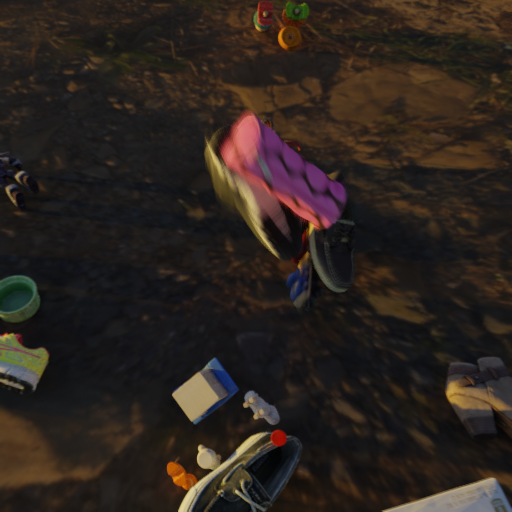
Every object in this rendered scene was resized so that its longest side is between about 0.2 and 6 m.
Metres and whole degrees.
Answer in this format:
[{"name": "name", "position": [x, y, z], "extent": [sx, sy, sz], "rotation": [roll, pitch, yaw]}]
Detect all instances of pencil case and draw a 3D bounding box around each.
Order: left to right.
[{"name": "pencil case", "position": [0.491, -1.189, 8.576], "extent": [0.953, 2.099, 0.983], "rotation": [-57, 31, 6]}]

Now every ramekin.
[{"name": "ramekin", "position": [-4.255, 0.786, 9.926], "extent": [0.813, 0.397, 0.813], "rotation": [0, 51, 0]}]

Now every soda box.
[{"name": "soda box", "position": [1.254, 3.997, 6.740], "extent": [3.963, 1.350, 1.262], "rotation": [-13, 52, -10]}]

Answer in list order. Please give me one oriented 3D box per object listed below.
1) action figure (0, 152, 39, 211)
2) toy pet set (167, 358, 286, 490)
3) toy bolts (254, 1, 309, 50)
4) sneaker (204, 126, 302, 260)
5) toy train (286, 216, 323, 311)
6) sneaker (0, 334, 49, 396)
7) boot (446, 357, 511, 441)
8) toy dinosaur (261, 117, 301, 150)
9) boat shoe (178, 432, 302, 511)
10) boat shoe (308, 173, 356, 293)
[{"name": "action figure", "position": [-5.315, -1.642, 11.803], "extent": [1.663, 0.577, 1.082], "rotation": [32, 65, 27]}, {"name": "toy pet set", "position": [-0.563, 2.493, 8.268], "extent": [1.719, 0.913, 1.605], "rotation": [-40, 78, 6]}, {"name": "toy bolts", "position": [0.624, -6.341, 15.566], "extent": [1.432, 0.993, 1.367], "rotation": [6, 91, -7]}, {"name": "sneaker", "position": [-0.081, -1.053, 9.750], "extent": [0.846, 2.546, 1.152], "rotation": [-39, 17, -17]}, {"name": "toy train", "position": [0.933, -0.092, 10.394], "extent": [0.599, 0.446, 2.614], "rotation": [22, 45, -14]}, {"name": "sneaker", "position": [-4.252, 1.597, 9.153], "extent": [1.873, 0.732, 0.846], "rotation": [20, 48, 7]}, {"name": "boot", "position": [3.888, 2.202, 8.679], "extent": [1.807, 0.635, 1.321], "rotation": [4, 47, -1]}, {"name": "toy dinosaur", "position": [-0.013, -2.253, 12.196], "extent": [1.666, 0.875, 1.512], "rotation": [24, 73, 5]}, {"name": "boat shoe", "position": [-0.196, 3.070, 7.331], "extent": [0.838, 0.824, 2.325], "rotation": [55, 41, -5]}, {"name": "boat shoe", "position": [1.384, -0.461, 9.897], "extent": [0.796, 0.705, 2.175], "rotation": [2, 70, -36]}]
